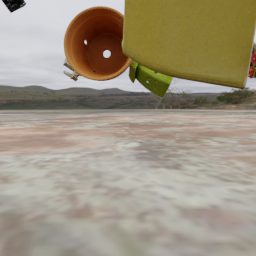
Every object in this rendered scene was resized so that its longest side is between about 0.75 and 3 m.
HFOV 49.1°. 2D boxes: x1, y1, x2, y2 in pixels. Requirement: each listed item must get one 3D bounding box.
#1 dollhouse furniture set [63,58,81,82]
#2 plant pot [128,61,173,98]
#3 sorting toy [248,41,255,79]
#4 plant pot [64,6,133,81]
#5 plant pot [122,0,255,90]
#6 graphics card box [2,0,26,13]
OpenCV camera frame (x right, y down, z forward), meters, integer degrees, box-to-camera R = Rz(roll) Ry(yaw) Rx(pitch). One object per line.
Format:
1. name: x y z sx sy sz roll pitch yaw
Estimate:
1. dollhouse furniture set: -2.059 -3.115 12.304 0.809 1.414 1.658 31 -45 -29
2. plant pot: 1.010 -2.419 10.562 1.651 1.810 1.819 21 -10 3
3. sorting toy: 3.760 -2.044 8.512 0.335 0.958 0.964 -13 43 -12
4. plant pot: -0.886 -2.874 10.179 2.466 2.466 1.726 0 4 5
5. plant pot: 1.273 -2.376 6.293 2.596 2.521 2.538 6 17 11
6. graphics card box: -3.088 -3.456 7.275 0.488 0.778 0.198 -17 40 20
